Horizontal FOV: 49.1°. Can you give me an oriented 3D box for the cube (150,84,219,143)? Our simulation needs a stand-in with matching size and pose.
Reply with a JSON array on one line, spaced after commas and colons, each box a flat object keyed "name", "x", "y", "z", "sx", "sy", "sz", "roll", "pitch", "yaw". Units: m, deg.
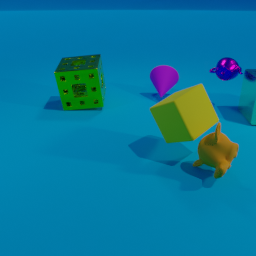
[{"name": "cube", "x": 1.131, "y": -0.271, "z": 5.695, "sx": 0.848, "sy": 0.848, "sz": 0.848, "roll": -32, "pitch": 10, "yaw": -28}]

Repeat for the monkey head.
[{"name": "monkey head", "x": 1.577, "y": 0.494, "z": 5.139, "sx": 0.690, "sy": 1.144, "sz": 0.823, "roll": 31, "pitch": 42, "yaw": 15}]

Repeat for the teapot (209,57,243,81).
[{"name": "teapot", "x": 2.926, "y": -1.697, "z": 8.263, "sx": 1.136, "sy": 0.706, "sz": 0.556, "roll": 13, "pitch": 47, "yaw": 46}]

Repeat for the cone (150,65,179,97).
[{"name": "cone", "x": 1.140, "y": -1.355, "z": 9.215, "sx": 0.993, "sy": 0.993, "sz": 0.997, "roll": 5, "pitch": 52, "yaw": 11}]

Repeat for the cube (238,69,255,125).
[{"name": "cube", "x": 3.908, "y": -0.862, "z": 7.669, "sx": 1.246, "sy": 1.246, "sz": 1.246, "roll": 2, "pitch": 24, "yaw": 3}]

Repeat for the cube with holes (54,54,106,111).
[{"name": "cube with holes", "x": -1.397, "y": -1.416, "z": 8.580, "sx": 1.227, "sy": 1.227, "sz": 1.227, "roll": -5, "pitch": 33, "yaw": 3}]
